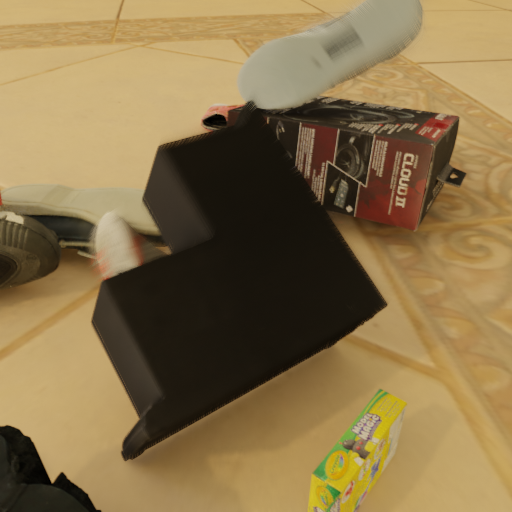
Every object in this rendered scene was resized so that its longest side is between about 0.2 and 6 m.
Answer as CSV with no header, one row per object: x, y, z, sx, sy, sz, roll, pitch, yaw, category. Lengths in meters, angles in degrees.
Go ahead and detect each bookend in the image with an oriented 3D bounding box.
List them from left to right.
-0.630,0.115,5.894,2.812,1.295,2.794,-24,74,-30,bookend

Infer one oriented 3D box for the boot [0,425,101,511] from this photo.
-2.834,2.295,3.822,3.257,1.244,2.736,22,43,18,boot

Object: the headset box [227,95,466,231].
1.653,-1.725,9.366,3.578,1.382,2.663,16,28,20,headset box

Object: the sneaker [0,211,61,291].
-4.269,0.288,6.986,3.559,1.183,1.610,-2,37,4,sneaker

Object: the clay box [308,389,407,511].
0.843,1.877,4.917,0.318,0.769,1.338,25,41,31,clay box

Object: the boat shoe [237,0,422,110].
1.163,-3.004,8.516,2.838,1.004,1.288,-18,7,23,boat shoe

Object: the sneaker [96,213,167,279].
-1.378,0.206,7.177,0.773,0.728,1.888,-10,55,-49,sneaker

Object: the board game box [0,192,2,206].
-5.090,-0.758,7.684,1.883,0.356,3.658,-11,11,-42,board game box

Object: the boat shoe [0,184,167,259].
-2.378,-0.415,8.154,2.901,0.897,1.086,4,32,4,boat shoe

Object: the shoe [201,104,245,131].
-0.398,-3.031,12.361,1.620,0.579,0.737,4,35,15,shoe
